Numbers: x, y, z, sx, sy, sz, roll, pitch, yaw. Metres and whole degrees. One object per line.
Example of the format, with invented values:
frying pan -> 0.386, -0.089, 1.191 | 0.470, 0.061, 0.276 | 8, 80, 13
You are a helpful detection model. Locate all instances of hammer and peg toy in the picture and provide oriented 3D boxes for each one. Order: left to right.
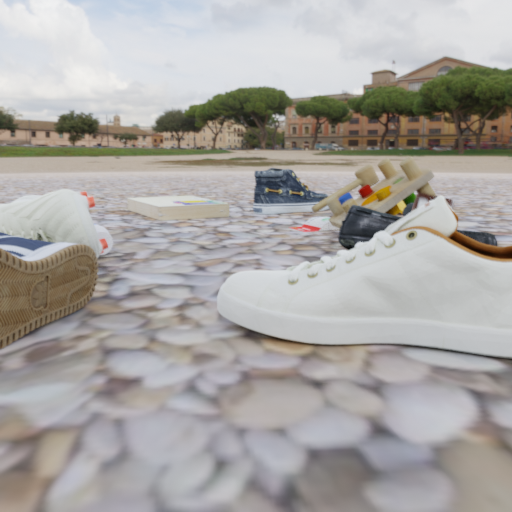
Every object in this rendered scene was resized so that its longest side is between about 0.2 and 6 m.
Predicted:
hammer and peg toy -> 2.210, -1.073, 10.868 | 1.848, 0.886, 2.512 | -36, 10, 0

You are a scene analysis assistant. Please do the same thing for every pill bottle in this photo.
pill bottle -> -2.693, -0.270, 9.139 | 0.521, 0.521, 0.929 | -8, 12, -37

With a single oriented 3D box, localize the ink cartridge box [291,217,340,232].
ink cartridge box -> 1.312, -0.697, 12.268 | 0.984, 0.246, 0.792 | -3, 10, -24

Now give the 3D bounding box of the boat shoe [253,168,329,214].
boat shoe -> 1.096, -1.855, 15.724 | 2.694, 1.223, 0.953 | -8, 13, -36

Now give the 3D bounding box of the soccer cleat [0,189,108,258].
soccer cleat -> -3.261, -0.350, 8.369 | 1.310, 1.170, 3.378 | -22, 18, -30

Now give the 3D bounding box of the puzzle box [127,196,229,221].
puzzle box -> -2.198, -1.334, 15.257 | 1.938, 0.370, 2.914 | -5, 12, -27

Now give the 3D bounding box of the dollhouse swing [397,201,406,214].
dollhouse swing -> 3.732, -1.242, 15.360 | 0.921, 0.809, 0.837 | -14, -24, -51

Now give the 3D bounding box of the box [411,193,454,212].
box -> 1.903, -0.112, 6.355 | 0.433, 0.579, 1.157 | 16, -28, 16

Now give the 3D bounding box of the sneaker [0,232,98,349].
sneaker -> -2.746, 0.239, 5.151 | 1.461, 0.944, 2.694 | 7, 5, 12

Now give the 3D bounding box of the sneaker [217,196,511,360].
sneaker -> 1.143, 0.097, 5.095 | 3.107, 1.315, 1.131 | 1, 12, 15

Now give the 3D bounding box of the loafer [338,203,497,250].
loafer -> 2.398, -0.394, 8.521 | 2.433, 0.854, 0.826 | 8, -9, 36
